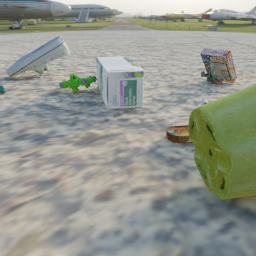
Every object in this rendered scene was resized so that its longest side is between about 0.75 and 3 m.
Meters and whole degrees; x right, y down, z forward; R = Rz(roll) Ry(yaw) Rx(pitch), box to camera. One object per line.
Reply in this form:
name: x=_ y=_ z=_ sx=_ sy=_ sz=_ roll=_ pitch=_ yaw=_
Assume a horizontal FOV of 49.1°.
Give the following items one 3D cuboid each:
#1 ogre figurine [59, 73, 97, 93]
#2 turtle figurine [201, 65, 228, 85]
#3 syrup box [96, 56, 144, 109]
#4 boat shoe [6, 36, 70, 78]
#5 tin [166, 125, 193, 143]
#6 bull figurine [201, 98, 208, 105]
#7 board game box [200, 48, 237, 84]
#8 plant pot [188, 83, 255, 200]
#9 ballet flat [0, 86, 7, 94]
ogre figurine: x=-1.931 y=-1.662 z=10.244 sx=1.423 sy=0.698 sz=0.853 roll=11 pitch=14 yaw=5
turtle figurine: x=3.501 y=-2.095 z=11.315 sx=0.572 sy=0.851 sz=1.137 roll=-49 pitch=26 yaw=-11
syrup box: x=-0.353 y=-1.651 z=9.577 sx=1.193 sy=1.153 sz=2.930 roll=-5 pitch=23 yaw=-12
boat shoe: x=-3.960 y=-2.869 z=12.690 sx=3.015 sy=1.285 sz=1.114 roll=-30 pitch=31 yaw=2
tin: x=1.441 y=0.134 z=6.545 sx=1.116 sy=0.234 sz=0.625 roll=-3 pitch=19 yaw=-7
bull figurine: x=3.121 y=-0.357 z=6.926 sx=2.612 sy=0.851 sz=1.586 roll=-5 pitch=20 yaw=-18
board game box: x=3.687 y=-2.505 z=11.355 sx=1.146 sy=1.512 sz=0.350 roll=21 pitch=69 yaw=40
plant pot: x=2.158 y=0.146 z=4.406 sx=2.048 sy=2.227 sz=2.227 roll=-14 pitch=24 yaw=-5
ballet flat: x=-4.841 y=-1.365 z=10.104 sx=0.944 sy=0.350 sz=0.350 roll=5 pitch=23 yaw=6
